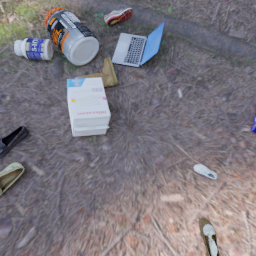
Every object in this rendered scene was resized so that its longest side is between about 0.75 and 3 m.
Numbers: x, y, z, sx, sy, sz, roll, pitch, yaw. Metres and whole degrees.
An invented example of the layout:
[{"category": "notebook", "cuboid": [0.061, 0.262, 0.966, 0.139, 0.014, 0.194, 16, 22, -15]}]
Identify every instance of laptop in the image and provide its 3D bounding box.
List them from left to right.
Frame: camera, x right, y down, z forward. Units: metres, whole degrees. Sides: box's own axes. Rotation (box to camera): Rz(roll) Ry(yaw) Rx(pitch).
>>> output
[{"category": "laptop", "cuboid": [0.414, -3.579, 11.693, 1.930, 1.119, 1.808, 11, 61, 6]}]

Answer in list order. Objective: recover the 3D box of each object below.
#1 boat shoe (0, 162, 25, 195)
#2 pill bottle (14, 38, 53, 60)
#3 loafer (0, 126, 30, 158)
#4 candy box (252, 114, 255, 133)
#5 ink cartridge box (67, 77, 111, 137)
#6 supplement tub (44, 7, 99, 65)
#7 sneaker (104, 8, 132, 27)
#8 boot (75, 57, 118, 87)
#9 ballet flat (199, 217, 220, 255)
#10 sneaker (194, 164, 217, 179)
[{"category": "boat shoe", "cuboid": [-4.070, 1.733, 8.988, 1.635, 0.599, 0.513, -46, 27, -22]}, {"category": "pill bottle", "cuboid": [-3.929, -3.306, 11.704, 1.405, 0.841, 0.841, 3, 61, 3]}, {"category": "loafer", "cuboid": [-4.255, 0.473, 9.802, 1.650, 0.520, 0.593, -39, 68, -19]}, {"category": "candy box", "cuboid": [5.142, -0.765, 9.923, 0.659, 1.447, 1.711, 22, 61, 6]}, {"category": "ink cartridge box", "cuboid": [-1.425, -0.640, 9.898, 1.247, 1.214, 1.939, -5, 60, -16]}, {"category": "supplement tub", "cuboid": [-2.397, -3.862, 11.655, 1.464, 1.464, 2.390, -33, 65, -17]}, {"category": "sneaker", "cuboid": [-0.440, -5.241, 12.923, 1.439, 0.560, 0.591, -26, 63, -14]}, {"category": "boot", "cuboid": [-1.346, -2.112, 11.224, 1.637, 0.541, 1.434, -14, 62, -7]}, {"category": "ballet flat", "cuboid": [2.434, 3.312, 8.256, 0.470, 0.502, 1.387, -2, 61, -1]}, {"category": "sneaker", "cuboid": [2.578, 1.464, 9.310, 0.818, 0.362, 0.308, 23, 101, 13]}]
